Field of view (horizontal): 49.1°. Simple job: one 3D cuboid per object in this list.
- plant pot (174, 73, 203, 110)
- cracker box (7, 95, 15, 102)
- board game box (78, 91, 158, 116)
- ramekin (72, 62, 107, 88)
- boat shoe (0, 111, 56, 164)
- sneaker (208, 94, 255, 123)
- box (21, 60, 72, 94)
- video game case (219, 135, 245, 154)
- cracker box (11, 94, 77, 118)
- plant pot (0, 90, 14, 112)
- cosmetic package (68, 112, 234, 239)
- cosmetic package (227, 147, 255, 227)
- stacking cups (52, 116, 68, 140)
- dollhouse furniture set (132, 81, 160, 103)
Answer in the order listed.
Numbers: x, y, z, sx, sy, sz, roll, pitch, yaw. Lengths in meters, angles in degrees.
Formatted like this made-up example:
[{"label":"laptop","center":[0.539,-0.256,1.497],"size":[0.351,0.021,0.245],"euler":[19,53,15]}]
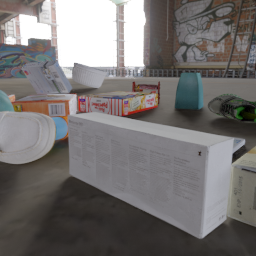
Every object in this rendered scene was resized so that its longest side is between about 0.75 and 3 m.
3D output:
[{"label":"plant pot","center":[2.859,-1.738,12.893],"size":[1.125,1.592,1.125],"euler":[6,13,24]},{"label":"cracker box","center":[-6.041,-0.992,11.647],"size":[2.294,0.662,1.537],"euler":[-1,13,-10]},{"label":"board game box","center":[-0.341,-1.158,12.311],"size":[2.262,0.691,2.986],"euler":[8,15,32]},{"label":"ramekin","center":[-3.445,-4.533,24.158],"size":[2.938,1.542,2.938],"euler":[17,12,-4]},{"label":"boat shoe","center":[-2.691,0.146,5.335],"size":[2.821,0.999,0.978],"euler":[-4,-13,25]},{"label":"sneaker","center":[3.822,-0.706,9.891],"size":[0.961,0.881,2.257],"euler":[-12,18,-42]},{"label":"box","center":[-3.066,-1.881,10.591],"size":[1.615,1.259,0.333],"euler":[0,44,27]},{"label":"video game case","center":[1.937,0.366,6.703],"size":[1.304,0.157,1.431],"euler":[9,16,36]},{"label":"cracker box","center":[-2.891,-0.748,10.157],"size":[1.850,0.797,2.761],"euler":[-3,11,-5]},{"label":"plant pot","center":[-3.440,-0.190,6.988],"size":[1.388,1.388,0.930],"euler":[-12,44,-43]},{"label":"cosmetic package","center":[0.118,0.459,4.124],"size":[0.676,1.102,2.670],"euler":[-13,18,-43]},{"label":"cosmetic package","center":[2.303,0.678,3.940],"size":[1.104,0.746,2.098],"euler":[10,16,37]},{"label":"stacking cups","center":[-1.803,0.010,6.894],"size":[0.742,0.742,2.453],"euler":[7,11,28]},{"label":"dollhouse furniture set","center":[1.010,-2.062,15.476],"size":[1.445,1.092,2.685],"euler":[1,13,4]}]
